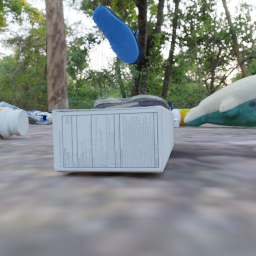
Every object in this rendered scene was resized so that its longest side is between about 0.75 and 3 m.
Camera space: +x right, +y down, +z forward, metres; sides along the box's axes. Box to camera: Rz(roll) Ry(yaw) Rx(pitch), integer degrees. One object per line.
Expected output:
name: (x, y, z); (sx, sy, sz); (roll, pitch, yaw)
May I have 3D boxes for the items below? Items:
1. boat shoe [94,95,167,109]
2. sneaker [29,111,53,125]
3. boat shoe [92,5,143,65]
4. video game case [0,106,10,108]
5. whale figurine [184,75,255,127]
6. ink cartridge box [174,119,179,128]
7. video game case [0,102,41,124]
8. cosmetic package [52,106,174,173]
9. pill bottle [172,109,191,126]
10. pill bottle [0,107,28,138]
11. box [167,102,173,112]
boat shoe: (0.097, -0.568, 10.584); (2.795, 1.025, 1.041); (-3, -21, 6)
sneaker: (-4.514, -0.529, 13.740); (1.801, 0.726, 1.319); (5, -2, 3)
boat shoe: (-0.197, -3.458, 10.217); (1.204, 2.862, 0.983); (-40, -24, 28)
video game case: (-5.445, -0.415, 9.247); (1.752, 0.218, 2.448); (7, 18, 44)
whale figurine: (3.306, -0.557, 8.944); (2.908, 1.509, 2.314); (-25, 4, 25)
ink cartridge box: (0.980, -0.182, 9.619); (1.482, 0.301, 1.480); (0, 2, 6)
video game case: (-4.568, -0.528, 11.126); (1.714, 0.189, 1.562); (-7, -25, 45)
cosmetic package: (0.023, 0.044, 1.886); (0.530, 0.325, 1.284); (0, 2, 12)
pill bottle: (2.015, -0.393, 10.683); (1.184, 0.658, 0.658); (-1, 2, -19)
pill bottle: (-1.807, -0.071, 3.850); (0.757, 0.440, 0.440); (-1, 2, 4)
box: (0.738, -0.641, 12.314); (2.010, 1.048, 1.487); (0, 2, -33)
